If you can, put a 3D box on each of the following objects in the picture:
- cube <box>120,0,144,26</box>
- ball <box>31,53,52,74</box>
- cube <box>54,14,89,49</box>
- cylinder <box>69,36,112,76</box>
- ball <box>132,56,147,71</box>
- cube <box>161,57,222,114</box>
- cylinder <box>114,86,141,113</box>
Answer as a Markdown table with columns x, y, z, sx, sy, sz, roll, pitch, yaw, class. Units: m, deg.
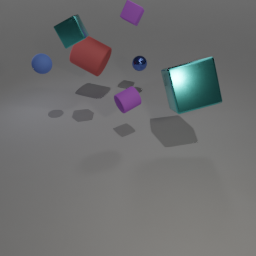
| x | y | z | sx | sy | sz | roll | pitch | yaw | class |
| --- | --- | --- | --- | --- | --- | --- | --- | --- | --- |
| 0.177 | -4.668 | 11.401 | 0.700 | 0.700 | 0.700 | 28 | 16 | 2 | cube |
| -3.007 | -2.243 | 9.783 | 0.700 | 0.700 | 0.700 | 0 | 32 | 0 | ball |
| -1.687 | -2.910 | 8.429 | 0.700 | 0.700 | 0.700 | -24 | 22 | 12 | cube |
| -1.645 | -3.221 | 12.407 | 1.400 | 1.400 | 1.400 | 28 | 35 | 0 | cylinder |
| 0.535 | -2.986 | 12.951 | 0.700 | 0.700 | 0.700 | 0 | 32 | 0 | ball |
| 1.968 | -1.358 | 8.904 | 1.400 | 1.400 | 1.400 | -15 | 11 | 1 | cube |
| -0.013 | -0.960 | 9.566 | 0.700 | 0.700 | 0.700 | -30 | 40 | -15 | cylinder |
